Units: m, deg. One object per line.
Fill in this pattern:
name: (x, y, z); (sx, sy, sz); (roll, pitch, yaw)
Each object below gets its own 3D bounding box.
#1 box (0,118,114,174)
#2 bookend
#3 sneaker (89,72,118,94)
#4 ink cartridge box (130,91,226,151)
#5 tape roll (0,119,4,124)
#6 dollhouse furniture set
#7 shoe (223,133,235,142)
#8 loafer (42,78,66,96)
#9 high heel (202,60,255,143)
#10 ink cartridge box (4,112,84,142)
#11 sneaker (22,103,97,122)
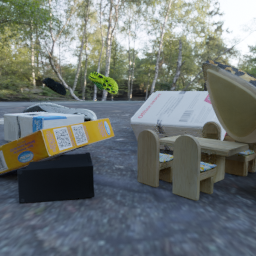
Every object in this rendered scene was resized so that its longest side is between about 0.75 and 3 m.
box: (-1.339, 0.302, 5.565); (1.453, 0.506, 2.440); (-19, -4, 26)
bookend: (-1.034, 0.700, 4.205); (0.998, 0.460, 0.992); (-2, 6, -11)
sneaker: (-1.139, -2.210, 13.903); (1.784, 0.661, 0.746); (35, -6, 24)
ink cartridge box: (1.383, -0.214, 7.213); (2.134, 0.883, 1.563); (5, 41, 37)
tape roll: (-5.991, -0.308, 13.311); (1.010, 0.185, 1.010); (1, 7, 0)
dollhouse furniture set: (1.597, 0.118, 4.413); (2.047, 1.551, 2.335); (-7, 10, -44)
shoe: (2.441, 0.286, 7.295); (2.454, 0.655, 0.858); (1, 37, 43)
loafer: (-3.310, -1.874, 12.657); (0.447, 0.450, 1.236); (6, -24, 41)
high heel: (2.412, -0.448, 4.913); (1.831, 2.569, 0.917); (-46, 2, -43)
ink cartridge box: (-2.472, -0.003, 8.214); (1.992, 0.834, 1.445); (6, 9, 38)
sneaker: (-2.528, -0.321, 10.105); (2.844, 1.067, 1.642); (0, 9, -9)
